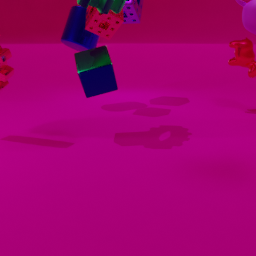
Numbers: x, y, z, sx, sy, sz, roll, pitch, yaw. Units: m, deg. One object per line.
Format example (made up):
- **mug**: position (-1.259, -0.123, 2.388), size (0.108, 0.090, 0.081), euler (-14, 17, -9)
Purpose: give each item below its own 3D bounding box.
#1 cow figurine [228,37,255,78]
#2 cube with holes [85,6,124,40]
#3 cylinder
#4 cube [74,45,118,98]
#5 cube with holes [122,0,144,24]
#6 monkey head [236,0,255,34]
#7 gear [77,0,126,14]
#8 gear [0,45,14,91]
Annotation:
- **cow figurine**: position (4.036, -2.333, 9.303), size (1.290, 1.310, 0.719), euler (10, 26, 35)
- **cube with holes**: position (-0.754, -3.539, 8.840), size (0.880, 0.880, 0.880), euler (16, -35, -30)
- **cylinder**: position (-1.593, -3.420, 9.868), size (1.242, 1.242, 1.242), euler (19, 1, 0)
- **cube**: position (-0.781, -1.382, 6.888), size (0.825, 0.825, 0.825), euler (-15, 49, -2)
- **cube with holes**: position (-0.163, -4.673, 10.269), size (1.163, 1.163, 1.163), euler (5, -10, 17)
- **monkey head**: position (2.596, -2.182, 5.514), size (0.662, 1.099, 0.791), euler (-31, 0, 22)
- **gear**: position (-0.905, -3.241, 6.091), size (1.927, 0.356, 1.927), euler (21, 42, -20)
- **gear**: position (-3.619, -1.663, 6.476), size (1.923, 1.923, 0.356), euler (5, 40, 16)
